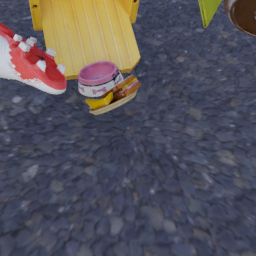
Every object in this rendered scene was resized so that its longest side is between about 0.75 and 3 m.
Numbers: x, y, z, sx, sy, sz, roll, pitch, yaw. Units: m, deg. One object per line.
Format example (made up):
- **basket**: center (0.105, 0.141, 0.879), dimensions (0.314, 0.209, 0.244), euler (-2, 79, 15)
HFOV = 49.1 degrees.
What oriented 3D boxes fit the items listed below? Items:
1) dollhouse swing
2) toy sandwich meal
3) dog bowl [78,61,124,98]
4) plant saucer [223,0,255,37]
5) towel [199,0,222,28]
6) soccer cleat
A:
- **dollhouse swing**: center (-0.978, -3.165, 7.183), dimensions (2.965, 2.694, 2.606), euler (-9, 59, -15)
- **toy sandwich meal**: center (-0.306, -0.646, 5.493), dimensions (1.158, 0.396, 1.158), euler (-24, 13, 6)
- **dog bowl**: center (-0.700, -1.226, 6.811), dimensions (1.147, 0.423, 1.147), euler (-8, 39, 6)
- **plant saucer**: center (3.087, -2.545, 6.101), dimensions (2.072, 2.072, 0.332), euler (19, 79, 15)
- **towel**: center (2.560, -3.969, 7.781), dimensions (0.212, 1.010, 2.347), euler (16, 65, 35)
- **soccer cleat**: center (-2.383, -1.309, 5.314), dimensions (2.937, 1.251, 1.008), euler (36, 18, 13)
